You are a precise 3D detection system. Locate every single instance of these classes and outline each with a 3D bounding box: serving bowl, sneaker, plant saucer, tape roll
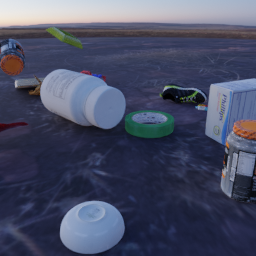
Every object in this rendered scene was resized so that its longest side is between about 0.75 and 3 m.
[{"bbox_3d":[-0.611,1.598,4.814,1.112,0.366,1.112,1,21,0],"label":"serving bowl"},{"bbox_3d":[2.300,-1.259,11.767,1.985,0.712,0.822,16,58,29],"label":"sneaker"},{"bbox_3d":[-2.149,-3.164,9.718,1.008,0.242,1.010,39,19,29],"label":"plant saucer"},{"bbox_3d":[0.695,-0.155,9.110,1.579,0.379,1.579,1,22,0],"label":"tape roll"}]

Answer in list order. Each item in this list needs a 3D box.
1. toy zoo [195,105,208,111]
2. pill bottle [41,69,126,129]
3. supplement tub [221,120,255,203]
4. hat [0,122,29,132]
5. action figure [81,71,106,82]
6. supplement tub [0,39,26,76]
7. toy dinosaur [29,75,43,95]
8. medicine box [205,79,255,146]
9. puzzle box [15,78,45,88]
[{"bbox_3d":[3.079,-0.803,11.094,0.793,0.081,0.520,6,23,14],"label":"toy zoo"},{"bbox_3d":[-1.524,-0.974,9.430,1.657,1.657,2.898,-20,30,-40],"label":"pill bottle"},{"bbox_3d":[2.419,0.648,5.638,0.919,1.500,0.919,0,21,0],"label":"supplement tub"},{"bbox_3d":[-4.259,0.492,7.513,2.357,2.504,2.845,11,66,56],"label":"hat"},{"bbox_3d":[-1.910,-2.497,14.760,0.608,0.922,1.864,9,2,29],"label":"action figure"},{"bbox_3d":[-3.038,-1.835,7.299,0.661,0.661,1.079,-8,39,-19],"label":"supplement tub"},{"bbox_3d":[-3.813,-1.720,12.379,1.142,0.650,2.151,-8,-8,-34],"label":"toy dinosaur"},{"bbox_3d":[3.347,-0.518,8.333,1.792,1.632,0.922,-10,24,-22],"label":"medicine box"},{"bbox_3d":[-4.563,-2.162,13.398,1.564,0.299,2.350,-10,9,-23],"label":"puzzle box"}]
